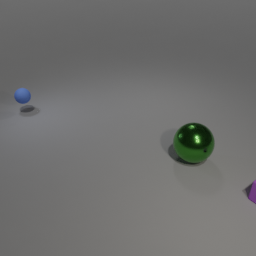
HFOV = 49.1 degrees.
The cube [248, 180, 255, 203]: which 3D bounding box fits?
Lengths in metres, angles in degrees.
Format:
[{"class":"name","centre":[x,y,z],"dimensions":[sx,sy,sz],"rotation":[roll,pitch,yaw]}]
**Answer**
[{"class":"cube","centre":[4.072,1.856,8.159],"dimensions":[0.700,0.700,0.700],"rotation":[-23,38,-32]}]

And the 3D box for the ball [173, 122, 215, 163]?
[{"class":"ball","centre":[2.265,0.508,9.667],"dimensions":[1.400,1.400,1.400],"rotation":[0,32,0]}]

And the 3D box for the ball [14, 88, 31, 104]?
[{"class":"ball","centre":[-4.716,-1.431,12.539],"dimensions":[0.700,0.700,0.700],"rotation":[0,32,0]}]
